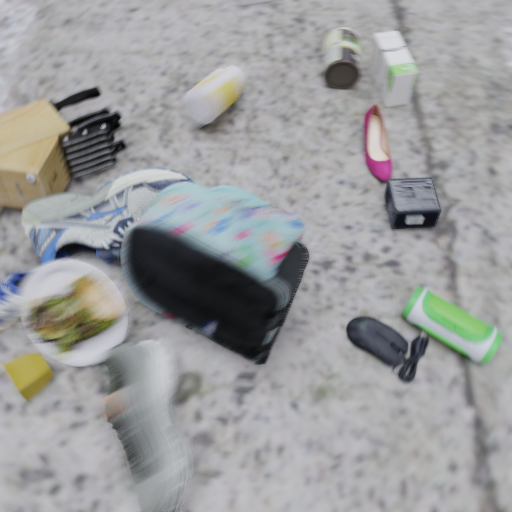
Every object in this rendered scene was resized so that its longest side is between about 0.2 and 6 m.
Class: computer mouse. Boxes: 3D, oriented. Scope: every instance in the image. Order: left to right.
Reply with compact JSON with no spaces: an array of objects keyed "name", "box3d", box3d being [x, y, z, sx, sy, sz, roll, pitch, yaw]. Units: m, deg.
[{"name":"computer mouse","box3d":[2.170,1.415,9.396,1.366,0.360,0.946,27,66,14]}]

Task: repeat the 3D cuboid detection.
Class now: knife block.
[{"name":"knife block","box3d":[-4.330,-2.301,10.929,3.301,1.056,2.897,8,51,4]}]

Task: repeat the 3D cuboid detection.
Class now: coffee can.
[{"name":"coffee can","box3d":[1.879,-4.330,12.284,0.793,0.793,1.084,4,62,2]}]

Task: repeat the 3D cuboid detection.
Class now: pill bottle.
[{"name":"pill bottle","box3d":[-0.808,-3.390,11.623,0.747,0.747,1.433,28,53,15]}]

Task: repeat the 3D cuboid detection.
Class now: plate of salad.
[{"name":"plate of salad","box3d":[-2.980,0.972,8.988,1.825,0.438,1.825,2,106,6]}]

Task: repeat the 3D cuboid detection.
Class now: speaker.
[{"name":"speaker","box3d":[3.253,1.152,9.371,1.550,0.685,0.685,32,66,16]}]

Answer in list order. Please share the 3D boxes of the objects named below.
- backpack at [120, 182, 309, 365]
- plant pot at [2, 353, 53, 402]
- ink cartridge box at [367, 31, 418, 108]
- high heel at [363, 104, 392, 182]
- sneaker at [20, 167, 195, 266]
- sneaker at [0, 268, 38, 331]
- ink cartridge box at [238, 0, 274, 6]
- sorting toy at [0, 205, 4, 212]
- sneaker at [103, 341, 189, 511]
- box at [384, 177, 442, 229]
[{"name":"backpack","box3d":[-0.677,0.128,8.856,2.735,2.428,2.059,22,49,4]},{"name":"plant pot","box3d":[-3.638,1.897,9.049,0.577,0.560,0.564,-33,66,-24]},{"name":"ink cartridge box","box3d":[2.899,-4.012,12.025,0.545,0.944,1.298,-10,62,-6]},{"name":"high heel","box3d":[2.461,-2.265,11.187,0.522,0.743,1.549,-2,61,-1]},{"name":"sneaker","box3d":[-2.531,-0.553,10.164,3.172,1.222,1.351,-18,73,-2]},{"name":"sneaker","box3d":[-4.196,0.652,9.497,2.063,0.909,0.777,-25,67,-10]},{"name":"ink cartridge box","box3d":[-0.107,-6.799,13.791,0.888,0.515,1.226,-11,62,-6]},{"name":"sorting toy","box3d":[-5.862,-0.660,10.390,1.794,0.434,3.187,15,48,3]},{"name":"sneaker","box3d":[-1.720,2.521,8.146,0.979,1.050,2.648,-31,62,33]},{"name":"box","box3d":[2.938,-0.996,10.569,0.861,0.531,0.854,-2,55,1]}]
